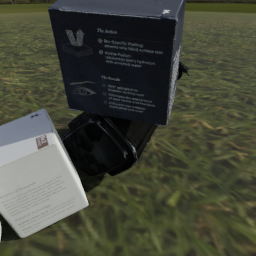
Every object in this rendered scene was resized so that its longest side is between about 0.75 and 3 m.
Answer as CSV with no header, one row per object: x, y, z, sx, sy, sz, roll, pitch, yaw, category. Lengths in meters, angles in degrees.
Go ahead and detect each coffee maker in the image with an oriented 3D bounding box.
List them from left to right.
-0.064,-0.359,6.228,1.658,2.364,2.461,32,39,4,coffee maker

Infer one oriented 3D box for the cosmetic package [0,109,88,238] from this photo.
-1.592,0.725,4.724,1.230,1.491,1.229,-25,35,-11,cosmetic package

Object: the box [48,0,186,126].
-0.089,-1.151,4.532,1.788,1.818,1.068,10,44,13,box
